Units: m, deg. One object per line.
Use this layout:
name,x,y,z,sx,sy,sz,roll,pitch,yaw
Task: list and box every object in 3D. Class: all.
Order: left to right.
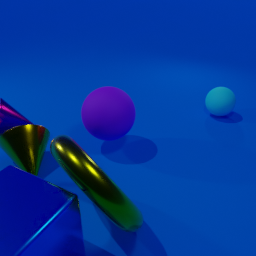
cube,-1.583,1.606,3.919,1.374,1.374,1.374,16,35,25
cone,-3.076,-0.174,7.716,1.078,1.074,1.074,15,22,-30
cone,-2.171,0.710,6.178,1.140,1.140,1.145,-12,60,-20
ring,-0.521,0.905,4.645,0.405,2.024,2.024,-43,45,-11
ball,-0.461,-0.338,6.647,1.282,1.282,1.282,0,31,0
ball,2.744,-0.788,8.313,0.859,0.859,0.859,0,31,0
